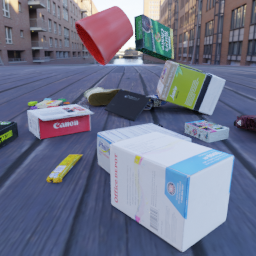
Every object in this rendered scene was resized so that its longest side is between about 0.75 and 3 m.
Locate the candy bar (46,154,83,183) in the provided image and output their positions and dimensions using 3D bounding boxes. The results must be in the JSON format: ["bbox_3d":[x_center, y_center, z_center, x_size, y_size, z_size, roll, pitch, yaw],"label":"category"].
[{"bbox_3d":[-1.713,1.049,7.746,0.442,0.196,1.772,-1,17,10],"label":"candy bar"}]

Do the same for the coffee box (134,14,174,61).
[{"bbox_3d":[1.143,-3.752,11.816,0.509,1.424,2.315,-4,-4,39],"label":"coffee box"}]

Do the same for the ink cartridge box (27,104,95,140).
[{"bbox_3d":[-2.572,-0.239,10.849,2.086,0.875,1.832,-11,20,-32],"label":"ink cartridge box"}]

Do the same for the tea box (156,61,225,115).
[{"bbox_3d":[3.088,-2.200,14.564,2.756,1.872,2.801,18,16,-2],"label":"tea box"}]

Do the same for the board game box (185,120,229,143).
[{"bbox_3d":[2.940,0.096,10.554,0.982,0.428,1.331,-9,18,-28],"label":"board game box"}]

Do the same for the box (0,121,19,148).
[{"bbox_3d":[-5.619,0.374,9.150,2.914,0.692,2.814,2,14,8],"label":"box"}]

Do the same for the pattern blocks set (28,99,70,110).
[{"bbox_3d":[-4.394,-1.305,15.584,2.306,0.213,2.624,4,17,13],"label":"pattern blocks set"}]

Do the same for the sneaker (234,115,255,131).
[{"bbox_3d":[4.710,-0.089,10.711,1.334,0.874,2.310,3,6,27],"label":"sneaker"}]

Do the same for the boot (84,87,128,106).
[{"bbox_3d":[-1.163,-1.886,16.360,2.638,0.951,2.040,-6,15,-16],"label":"boot"}]

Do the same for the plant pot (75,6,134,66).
[{"bbox_3d":[-0.614,-2.759,8.144,1.266,1.431,1.431,-38,27,-10],"label":"plant pot"}]

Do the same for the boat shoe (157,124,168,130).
[{"bbox_3d":[1.181,0.052,10.654,0.463,0.439,1.324,-4,17,-14],"label":"boat shoe"}]

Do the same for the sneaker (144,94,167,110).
[{"bbox_3d":[1.343,-1.290,14.917,1.768,0.712,1.295,3,26,-8],"label":"sneaker"}]

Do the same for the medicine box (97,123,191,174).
[{"bbox_3d":[0.394,0.656,7.633,1.943,1.000,1.770,-11,20,-29],"label":"medicine box"}]

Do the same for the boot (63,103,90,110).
[{"bbox_3d":[-2.397,-0.835,13.315,1.287,0.682,1.955,0,20,-15],"label":"boot"}]

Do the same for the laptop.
[{"bbox_3d":[0.428,-1.107,13.921,2.086,1.291,2.228,22,68,41],"label":"laptop"}]

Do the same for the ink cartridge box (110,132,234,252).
[{"bbox_3d":[0.685,1.023,5.632,1.398,1.435,2.232,-13,22,-39],"label":"ink cartridge box"}]
